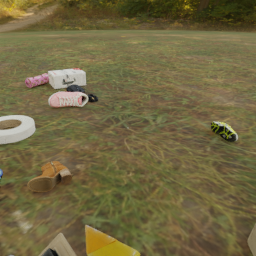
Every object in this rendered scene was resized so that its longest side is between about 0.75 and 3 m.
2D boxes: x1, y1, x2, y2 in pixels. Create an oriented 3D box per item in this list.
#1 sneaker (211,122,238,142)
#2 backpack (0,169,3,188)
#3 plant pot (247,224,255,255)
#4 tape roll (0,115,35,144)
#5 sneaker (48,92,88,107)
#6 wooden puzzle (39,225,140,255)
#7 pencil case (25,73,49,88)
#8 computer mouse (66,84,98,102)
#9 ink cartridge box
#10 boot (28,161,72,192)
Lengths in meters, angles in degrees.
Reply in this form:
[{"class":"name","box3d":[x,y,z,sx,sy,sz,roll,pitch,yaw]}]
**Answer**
[{"class":"sneaker","box3d":[3.471,0.061,9.867,0.495,0.488,1.294,-8,27,-16]},{"class":"backpack","box3d":[-3.749,1.151,5.953,1.508,1.211,1.648,21,23,9]},{"class":"plant pot","box3d":[3.800,1.653,3.793,2.941,2.607,2.944,0,24,1]},{"class":"tape roll","box3d":[-4.328,0.020,10.126,1.867,0.341,1.867,0,24,0]},{"class":"sneaker","box3d":[-2.600,-1.270,12.559,1.761,0.663,0.921,-14,22,-37]},{"class":"wooden puzzle","box3d":[-1.065,2.188,3.393,1.652,0.286,2.449,17,62,50]},{"class":"pencil case","box3d":[-5.101,-2.693,15.835,0.603,0.577,1.393,-13,13,39]},{"class":"computer mouse","box3d":[-2.299,-1.787,14.017,0.734,0.426,2.505,-20,32,-39]},{"class":"ink cartridge box","box3d":[-3.460,-2.823,15.873,1.837,0.761,1.348,-11,27,-24]},{"class":"boot","box3d":[-2.144,1.209,7.369,1.165,0.447,0.905,-16,29,-31]}]
